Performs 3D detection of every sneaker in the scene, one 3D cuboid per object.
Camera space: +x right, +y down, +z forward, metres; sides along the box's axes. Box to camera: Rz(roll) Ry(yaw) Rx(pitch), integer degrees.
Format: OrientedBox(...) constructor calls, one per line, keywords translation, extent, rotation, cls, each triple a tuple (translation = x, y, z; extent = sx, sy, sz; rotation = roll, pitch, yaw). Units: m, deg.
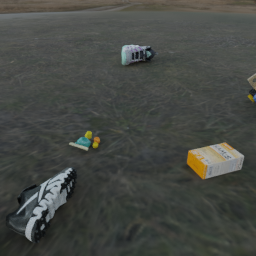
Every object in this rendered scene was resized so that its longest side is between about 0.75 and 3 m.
OrientedBox(translation=(0.689, -3.815, 14.426), extent=(1.709, 0.949, 2.443), rotation=(7, 28, 14), cls="sneaker")
OrientedBox(translation=(-1.529, 1.210, 5.028), extent=(0.789, 0.579, 1.743), rotation=(10, 31, 12), cls="sneaker")

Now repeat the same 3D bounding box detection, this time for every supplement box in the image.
OrientedBox(translation=(1.930, 0.708, 6.222), extent=(1.025, 0.377, 0.646), rotation=(-10, 30, -20), cls="supplement box")

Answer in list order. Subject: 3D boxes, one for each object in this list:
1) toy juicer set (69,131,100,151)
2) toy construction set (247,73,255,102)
OrientedBox(translation=(-1.039, 0.410, 7.042), extent=(0.531, 0.227, 0.835), rotation=(30, 32, 15), cls="toy juicer set")
OrientedBox(translation=(5.109, -1.305, 8.916), extent=(2.591, 2.161, 1.991), rotation=(22, 16, -1), cls="toy construction set")
